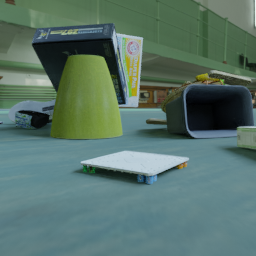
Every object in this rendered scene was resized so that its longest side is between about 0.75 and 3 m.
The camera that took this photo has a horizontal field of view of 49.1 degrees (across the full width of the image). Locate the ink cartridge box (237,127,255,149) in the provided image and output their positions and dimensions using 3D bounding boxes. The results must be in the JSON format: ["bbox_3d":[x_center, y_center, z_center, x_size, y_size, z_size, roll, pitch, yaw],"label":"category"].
[{"bbox_3d":[2.881,0.161,4.589,1.365,0.450,1.875,0,2,-8],"label":"ink cartridge box"}]

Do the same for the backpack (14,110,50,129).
[{"bbox_3d":[-3.269,-0.286,9.270,1.020,0.784,0.832,23,16,15],"label":"backpack"}]

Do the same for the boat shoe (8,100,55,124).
[{"bbox_3d":[-3.267,-0.582,11.208,2.863,1.001,0.948,-11,-26,6],"label":"boat shoe"}]

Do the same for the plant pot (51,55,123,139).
[{"bbox_3d":[-1.080,-0.819,7.351,1.895,2.025,1.895,0,5,0],"label":"plant pot"}]

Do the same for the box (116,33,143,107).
[{"bbox_3d":[-0.459,-2.230,11.028,1.523,2.707,1.372,-2,11,-27],"label":"box"}]

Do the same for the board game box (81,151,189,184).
[{"bbox_3d":[0.108,0.468,3.584,1.029,0.133,1.029,3,6,34],"label":"board game box"}]

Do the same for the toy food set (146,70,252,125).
[{"bbox_3d":[1.934,-0.969,8.515,2.045,0.594,2.961,4,-28,-37],"label":"toy food set"}]

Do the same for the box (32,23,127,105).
[{"bbox_3d":[-1.348,-1.832,8.889,2.314,0.749,2.934,0,-34,8],"label":"box"}]

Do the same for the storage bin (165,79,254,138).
[{"bbox_3d":[2.030,-0.453,7.540,2.076,1.511,1.395,-2,-5,-22],"label":"storage bin"}]

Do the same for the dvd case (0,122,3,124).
[{"bbox_3d":[-5.425,-0.176,11.016,0.587,0.097,0.780,1,5,14],"label":"dvd case"}]
